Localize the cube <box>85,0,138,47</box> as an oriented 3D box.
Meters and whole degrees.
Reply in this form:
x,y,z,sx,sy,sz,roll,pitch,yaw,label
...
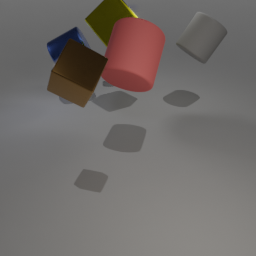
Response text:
x,y,z,sx,sy,sz,roll,pitch,yaw,label
-0.392,-3.626,9.985,1.400,1.400,1.400,52,12,8,cube

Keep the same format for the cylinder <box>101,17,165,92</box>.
x,y,z,sx,sy,sz,roll,pitch,yaw,label
0.126,-1.833,7.214,1.400,1.400,1.400,15,-11,3,cylinder

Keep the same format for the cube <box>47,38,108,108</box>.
x,y,z,sx,sy,sz,roll,pitch,yaw,label
-0.845,-0.884,4.645,0.700,0.700,0.700,26,65,-12,cube

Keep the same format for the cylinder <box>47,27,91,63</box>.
x,y,z,sx,sy,sz,roll,pitch,yaw,label
-2.343,-3.176,11.469,1.400,1.400,1.400,-27,29,7,cylinder

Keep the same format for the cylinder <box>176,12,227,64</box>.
x,y,z,sx,sy,sz,roll,pitch,yaw,label
2.804,-3.434,10.742,1.400,1.400,1.400,32,14,-9,cylinder
